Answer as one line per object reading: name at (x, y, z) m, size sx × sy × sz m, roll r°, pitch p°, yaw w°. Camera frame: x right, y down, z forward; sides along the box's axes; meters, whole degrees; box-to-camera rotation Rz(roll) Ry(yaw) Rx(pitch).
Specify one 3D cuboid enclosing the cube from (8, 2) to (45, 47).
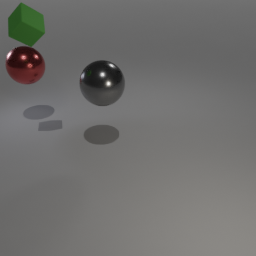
cube at (-2.780, -2.806, 7.665) m, size 0.700 × 0.700 × 0.700 m, roll 17°, pitch 52°, yaw -47°

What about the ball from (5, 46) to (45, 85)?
ball at (-3.793, -2.320, 10.396) m, size 1.400 × 1.400 × 1.400 m, roll 0°, pitch 29°, yaw 0°

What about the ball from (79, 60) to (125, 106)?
ball at (-0.787, -1.367, 8.611) m, size 1.400 × 1.400 × 1.400 m, roll 0°, pitch 29°, yaw 0°
